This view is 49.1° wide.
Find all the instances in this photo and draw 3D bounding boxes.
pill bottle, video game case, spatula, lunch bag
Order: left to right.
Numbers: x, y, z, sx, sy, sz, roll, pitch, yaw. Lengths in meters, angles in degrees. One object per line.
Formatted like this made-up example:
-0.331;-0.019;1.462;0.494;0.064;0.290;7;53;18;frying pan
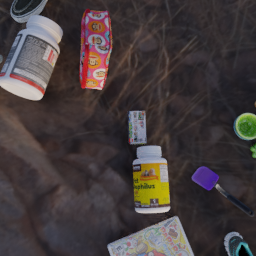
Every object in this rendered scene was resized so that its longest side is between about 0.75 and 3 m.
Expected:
-3.025;-2.238;8.962;1.399;1.399;2.414;17;77;4;pill bottle
-1.043;-2.345;8.767;0.896;1.927;2.188;3;61;-10;lunch bag
0.677;1.518;8.343;1.032;1.032;1.890;-3;77;-1;pill bottle
0.891;4.191;8.146;2.272;0.286;2.497;-21;78;-5;video game case
2.990;1.999;8.652;2.139;0.220;0.605;38;78;6;spatula

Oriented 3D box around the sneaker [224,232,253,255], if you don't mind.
3.289;3.963;7.908;0.724;0.851;1.865;-17;79;-3;sneaker

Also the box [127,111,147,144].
0.287;-0.020;9.112;0.592;0.187;1.075;-1;78;0;box

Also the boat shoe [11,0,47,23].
-3.148;-4.984;9.686;1.018;0.917;2.881;40;91;11;boat shoe

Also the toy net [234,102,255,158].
4.729;-0.401;9.011;2.852;0.551;1.496;-40;81;-8;toy net

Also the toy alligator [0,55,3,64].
-4.731;-1.308;9.224;0.818;0.593;2.469;27;69;-21;toy alligator
